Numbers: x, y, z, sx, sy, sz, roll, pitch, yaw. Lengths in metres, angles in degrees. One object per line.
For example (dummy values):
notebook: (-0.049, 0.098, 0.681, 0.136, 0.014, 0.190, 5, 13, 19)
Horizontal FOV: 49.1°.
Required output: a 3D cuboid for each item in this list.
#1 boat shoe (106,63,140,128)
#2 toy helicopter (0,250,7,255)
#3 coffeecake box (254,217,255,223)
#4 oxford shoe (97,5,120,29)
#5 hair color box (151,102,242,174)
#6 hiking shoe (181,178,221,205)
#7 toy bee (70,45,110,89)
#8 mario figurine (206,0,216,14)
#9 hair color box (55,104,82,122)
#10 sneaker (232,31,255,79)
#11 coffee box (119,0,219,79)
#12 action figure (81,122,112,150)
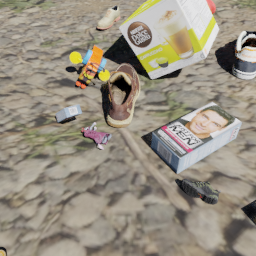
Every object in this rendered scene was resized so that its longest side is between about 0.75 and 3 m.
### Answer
boat shoe: (-0.133, -1.184, 7.885, 0.919, 0.917, 2.548, 7, 46, 5)
toy helicopter: (-2.373, 2.516, 4.542, 0.731, 0.436, 1.105, 19, 44, 17)
coffeecake box: (3.154, 1.761, 5.295, 1.122, 0.410, 0.862, -21, 48, -20)
oxford shoe: (-0.840, -4.595, 11.602, 0.567, 0.592, 1.603, 17, 47, 16)
hair color box: (1.642, 0.177, 6.762, 1.984, 0.601, 0.982, -25, 50, -24)
hiking shoe: (1.530, 1.274, 5.913, 0.824, 0.312, 0.415, 29, 42, 15)
toy bee: (-1.240, -1.802, 8.479, 1.289, 1.071, 1.969, 38, 23, 0)
mario figurine: (2.265, -4.173, 11.114, 2.768, 1.467, 1.709, -27, 86, -11)
hair color box: (-1.528, -0.368, 7.159, 0.412, 0.253, 0.833, -19, 3, -29)
sneaker: (4.208, -2.803, 9.459, 1.089, 1.102, 2.776, 13, 45, 15)
coffee box: (1.301, -3.036, 8.506, 1.971, 1.952, 1.974, -15, 31, 40)
action figure: (-0.831, 0.197, 6.979, 0.783, 0.525, 0.583, 15, 77, 16)
